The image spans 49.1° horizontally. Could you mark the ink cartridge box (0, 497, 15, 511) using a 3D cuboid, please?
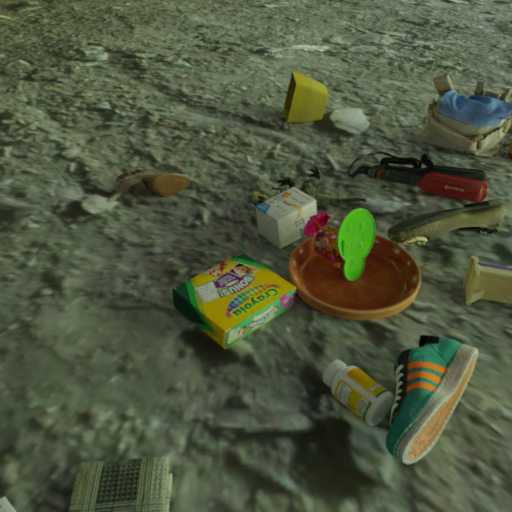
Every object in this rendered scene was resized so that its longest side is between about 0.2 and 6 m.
[{"bbox_3d":[-3.192,3.340,6.023,0.683,0.267,1.442,29,43,33],"label":"ink cartridge box"}]

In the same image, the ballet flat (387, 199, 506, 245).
[{"bbox_3d":[3.755,-0.554,10.759,3.013,0.698,1.015,-14,7,-32],"label":"ballet flat"}]

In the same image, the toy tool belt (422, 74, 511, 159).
[{"bbox_3d":[5.754,-3.511,14.135,2.869,1.763,1.791,19,40,24],"label":"toy tool belt"}]

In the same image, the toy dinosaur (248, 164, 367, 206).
[{"bbox_3d":[1.039,-1.412,12.290,2.552,0.606,1.125,-5,51,-7],"label":"toy dinosaur"}]

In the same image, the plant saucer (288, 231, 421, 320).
[{"bbox_3d":[1.731,0.341,10.018,2.325,0.375,2.325,0,37,0],"label":"plant saucer"}]

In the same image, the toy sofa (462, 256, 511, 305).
[{"bbox_3d":[4.477,0.466,9.591,1.691,0.700,0.825,10,38,13],"label":"toy sofa"}]

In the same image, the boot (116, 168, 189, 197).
[{"bbox_3d":[-2.424,-1.750,12.827,1.510,0.530,1.104,-13,31,-26],"label":"boot"}]

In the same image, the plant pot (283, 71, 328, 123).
[{"bbox_3d":[1.452,-4.502,16.148,1.022,1.158,1.158,7,35,-9],"label":"plant pot"}]

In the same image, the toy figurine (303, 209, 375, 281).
[{"bbox_3d":[1.385,-0.296,10.198,0.972,1.295,1.192,-10,17,-38],"label":"toy figurine"}]

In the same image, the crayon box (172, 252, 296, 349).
[{"bbox_3d":[-0.364,0.695,9.467,1.593,0.464,1.374,-29,45,-34],"label":"crayon box"}]

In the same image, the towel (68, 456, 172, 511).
[{"bbox_3d":[-1.617,2.968,6.634,1.180,0.212,1.226,-4,38,-1],"label":"towel"}]

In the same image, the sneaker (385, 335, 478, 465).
[{"bbox_3d":[2.198,1.869,7.656,0.923,0.825,2.311,19,35,32],"label":"sneaker"}]

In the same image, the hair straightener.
[{"bbox_3d":[3.733,-1.912,13.078,3.147,0.644,1.211,7,36,17],"label":"hair straightener"}]

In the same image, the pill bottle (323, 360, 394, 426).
[{"bbox_3d":[1.395,1.874,7.805,0.530,0.530,0.939,-27,43,-32],"label":"pill bottle"}]

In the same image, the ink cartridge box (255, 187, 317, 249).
[{"bbox_3d":[0.617,-0.772,11.184,0.995,0.719,0.732,-29,43,-24],"label":"ink cartridge box"}]
